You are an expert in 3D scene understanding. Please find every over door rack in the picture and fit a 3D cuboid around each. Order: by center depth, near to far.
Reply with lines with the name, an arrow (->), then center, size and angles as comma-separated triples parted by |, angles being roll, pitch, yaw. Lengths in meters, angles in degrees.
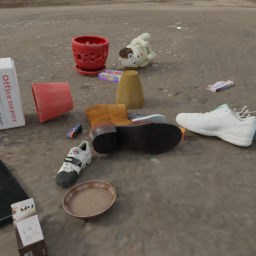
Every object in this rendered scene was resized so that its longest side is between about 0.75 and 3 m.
over door rack -> 4.492, -0.481, 10.235 | 1.084, 0.361, 0.801 | 6, 31, 10

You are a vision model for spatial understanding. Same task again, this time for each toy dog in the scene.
toy dog -> 0.326, -4.092, 15.440 | 2.272, 1.635, 2.343 | -2, 28, 20

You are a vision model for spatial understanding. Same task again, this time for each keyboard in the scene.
keyboard -> -3.491, 1.566, 6.721 | 1.607, 0.260, 2.529 | -19, 34, -35

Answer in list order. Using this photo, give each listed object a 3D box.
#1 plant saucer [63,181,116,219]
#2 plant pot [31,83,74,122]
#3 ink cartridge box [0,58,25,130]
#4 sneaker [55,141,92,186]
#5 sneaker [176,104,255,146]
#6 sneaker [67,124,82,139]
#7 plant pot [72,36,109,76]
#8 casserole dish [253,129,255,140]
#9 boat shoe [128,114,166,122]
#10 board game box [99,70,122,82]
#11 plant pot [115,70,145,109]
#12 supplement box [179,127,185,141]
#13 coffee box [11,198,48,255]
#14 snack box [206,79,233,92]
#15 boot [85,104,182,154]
plant saucer -> -0.875, 1.672, 6.468 | 1.222, 0.210, 1.222 | -5, 26, 3
plant pot -> -2.679, -1.013, 10.041 | 1.241, 1.402, 1.402 | -14, 32, -19
ink cartridge box -> -5.153, -0.985, 9.228 | 2.997, 2.212, 1.283 | -11, 31, -17
sneaker -> -1.472, 0.888, 7.485 | 0.579, 0.691, 1.562 | 10, 32, 15
sneaker -> 2.804, -0.286, 8.993 | 2.450, 1.084, 0.922 | 17, 18, 21
sneaker -> -1.775, 0.085, 9.323 | 0.295, 0.284, 0.753 | 6, 28, 21
plant pot -> -1.938, -3.773, 14.613 | 1.873, 1.705, 1.873 | 3, 34, -2
casserole dish -> 5.245, 0.120, 8.965 | 2.892, 0.561, 1.752 | -16, 33, -24
boat shoe -> 0.651, -0.316, 9.835 | 1.291, 0.457, 0.586 | -7, 27, -14
board game box -> -0.740, -2.628, 14.123 | 1.235, 0.277, 0.830 | 13, 32, 22
plant pot -> 0.070, -1.599, 11.258 | 1.221, 1.310, 1.221 | -1, 29, 0
supplement box -> 1.322, 0.131, 9.149 | 1.018, 0.339, 0.350 | 8, 29, 11
coffee box -> -1.926, 2.033, 5.459 | 0.461, 0.653, 1.155 | -14, 32, -22
snack box -> 4.283, -1.982, 13.072 | 1.452, 0.176, 0.522 | -23, 37, -35
boot -> 0.048, -0.115, 9.384 | 2.824, 1.027, 3.000 | -11, 22, -6
